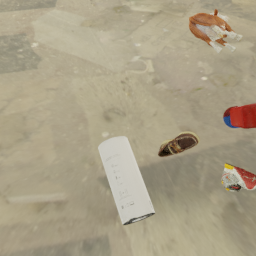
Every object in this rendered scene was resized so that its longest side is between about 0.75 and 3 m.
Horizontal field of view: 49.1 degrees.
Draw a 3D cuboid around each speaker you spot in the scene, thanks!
[{"bbox_3d":[-0.051,0.853,4.717,0.569,0.569,1.401,-15,66,-15],"label":"speaker"}]

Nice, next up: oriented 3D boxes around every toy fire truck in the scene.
[{"bbox_3d":[2.832,-0.364,4.769,2.212,1.477,2.634,-7,2,12],"label":"toy fire truck"}]

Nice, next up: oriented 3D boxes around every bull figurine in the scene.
[{"bbox_3d":[2.694,-2.987,8.556,1.491,0.800,2.456,44,39,17],"label":"bull figurine"}]

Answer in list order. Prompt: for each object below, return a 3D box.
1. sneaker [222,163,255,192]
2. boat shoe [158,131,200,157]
[{"bbox_3d":[1.809,0.873,4.563,0.405,1.040,0.427,20,91,5],"label":"sneaker"},{"bbox_3d":[0.984,0.381,5.640,0.385,1.068,0.384,50,54,-13],"label":"boat shoe"}]
